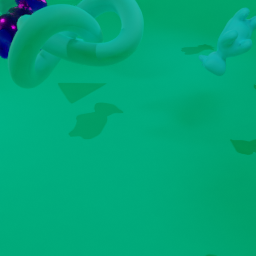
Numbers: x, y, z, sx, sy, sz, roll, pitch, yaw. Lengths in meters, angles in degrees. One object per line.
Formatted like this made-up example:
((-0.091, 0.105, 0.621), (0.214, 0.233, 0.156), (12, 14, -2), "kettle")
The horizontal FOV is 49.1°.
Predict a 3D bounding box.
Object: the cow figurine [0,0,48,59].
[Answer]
((-2.486, -2.577, 6.451), (0.927, 1.661, 1.688), (5, 30, 17), "cow figurine")

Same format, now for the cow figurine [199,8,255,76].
((2.056, -1.703, 5.792), (0.675, 1.210, 1.230), (29, 79, -8), "cow figurine")

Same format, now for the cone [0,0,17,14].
((-2.991, -3.698, 7.761), (1.414, 1.409, 1.409), (-38, 49, -2), "cone")

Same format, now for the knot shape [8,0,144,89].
((-0.478, -0.707, 2.190), (1.053, 0.486, 0.985), (-28, 28, -20), "knot shape")
